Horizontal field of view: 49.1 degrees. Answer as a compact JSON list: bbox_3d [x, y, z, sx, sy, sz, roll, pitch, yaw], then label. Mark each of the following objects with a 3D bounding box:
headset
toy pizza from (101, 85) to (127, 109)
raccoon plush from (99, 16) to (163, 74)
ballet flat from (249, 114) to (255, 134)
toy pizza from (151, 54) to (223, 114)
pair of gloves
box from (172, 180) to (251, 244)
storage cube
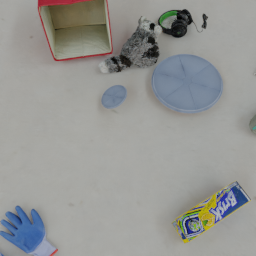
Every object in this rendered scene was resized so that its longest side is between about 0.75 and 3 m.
[{"bbox_3d":[2.386,-4.734,12.352,2.215,1.041,1.368,20,66,22],"label":"headset"},{"bbox_3d":[-0.514,-1.172,10.690,1.096,0.174,1.096,-13,55,20],"label":"toy pizza"},{"bbox_3d":[0.064,-3.598,11.695,2.923,1.414,1.958,-10,56,-5],"label":"raccoon plush"},{"bbox_3d":[5.763,-0.725,10.427,2.902,0.924,0.978,-34,69,-16],"label":"ballet flat"},{"bbox_3d":[2.343,-1.766,11.212,2.829,0.448,2.829,-1,64,1],"label":"toy pizza"},{"bbox_3d":[-3.599,3.800,8.543,2.105,0.298,2.618,41,70,18],"label":"pair of gloves"},{"bbox_3d":[2.601,2.634,8.806,2.385,0.836,0.767,-28,67,-13],"label":"box"},{"bbox_3d":[-2.094,-4.661,11.358,2.501,2.926,2.630,-9,57,-4],"label":"storage cube"}]
